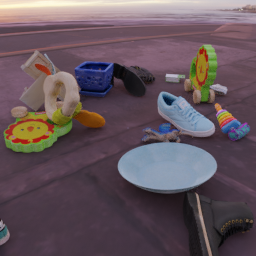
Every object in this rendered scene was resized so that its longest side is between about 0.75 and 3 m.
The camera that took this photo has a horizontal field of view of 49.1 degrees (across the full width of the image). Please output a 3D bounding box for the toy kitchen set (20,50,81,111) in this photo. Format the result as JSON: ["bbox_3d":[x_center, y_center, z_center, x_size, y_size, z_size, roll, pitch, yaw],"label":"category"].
[{"bbox_3d":[-4.151,-2.130,13.234,2.094,2.566,2.315,-49,39,-1],"label":"toy kitchen set"}]

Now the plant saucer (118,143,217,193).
[{"bbox_3d":[1.091,1.193,7.982,2.742,0.528,2.742,-4,20,1],"label":"plant saucer"}]

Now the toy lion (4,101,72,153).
[{"bbox_3d":[-3.264,0.004,10.398,2.483,0.852,2.380,-11,36,-21],"label":"toy lion"}]

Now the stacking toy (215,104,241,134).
[{"bbox_3d":[3.581,-0.442,10.503,0.695,0.658,1.198,20,39,-50],"label":"stacking toy"}]

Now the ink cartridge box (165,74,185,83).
[{"bbox_3d":[2.771,-2.910,16.460,1.112,0.330,0.577,5,27,10],"label":"ink cartridge box"}]

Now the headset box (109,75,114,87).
[{"bbox_3d":[-1.140,-2.796,15.751,0.403,0.777,1.045,-14,31,-25],"label":"headset box"}]

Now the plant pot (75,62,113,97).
[{"bbox_3d":[-1.668,-2.488,14.383,1.631,1.466,1.631,6,27,12],"label":"plant pot"}]

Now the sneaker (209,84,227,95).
[{"bbox_3d":[4.553,-2.069,14.591,1.242,0.454,0.440,23,67,23],"label":"sneaker"}]

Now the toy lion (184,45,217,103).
[{"bbox_3d":[3.558,-2.690,13.489,0.943,2.634,2.748,-2,27,-4],"label":"toy lion"}]

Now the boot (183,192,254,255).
[{"bbox_3d":[2.098,2.192,5.958,1.563,0.875,2.259,6,28,1],"label":"boot"}]

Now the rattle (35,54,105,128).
[{"bbox_3d":[-2.251,-1.477,10.974,2.121,1.933,2.969,-6,44,-32],"label":"rattle"}]

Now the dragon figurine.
[{"bbox_3d":[1.422,0.185,10.109,1.905,0.561,0.947,-13,28,-26],"label":"dragon figurine"}]

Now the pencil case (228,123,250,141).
[{"bbox_3d":[4.125,0.138,10.358,0.944,0.436,0.402,-21,24,-38],"label":"pencil case"}]

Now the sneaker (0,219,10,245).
[{"bbox_3d":[-3.461,2.113,6.215,1.667,0.666,0.595,4,27,8],"label":"sneaker"}]

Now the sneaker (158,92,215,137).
[{"bbox_3d":[2.093,-0.581,10.676,2.638,1.081,0.975,30,63,35],"label":"sneaker"}]

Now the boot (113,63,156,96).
[{"bbox_3d":[0.672,-2.759,15.358,2.527,1.005,2.903,-6,44,-46],"label":"boot"}]
